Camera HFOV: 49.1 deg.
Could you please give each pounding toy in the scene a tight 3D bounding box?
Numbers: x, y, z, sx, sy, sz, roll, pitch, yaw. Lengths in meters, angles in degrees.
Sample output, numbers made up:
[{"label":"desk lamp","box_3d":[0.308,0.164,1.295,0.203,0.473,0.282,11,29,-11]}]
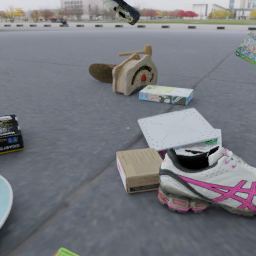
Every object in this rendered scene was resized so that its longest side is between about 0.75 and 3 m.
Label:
[{"label":"pounding toy","box_3d":[0.217,-2.389,12.177,1.562,1.557,2.723,19,49,37]}]

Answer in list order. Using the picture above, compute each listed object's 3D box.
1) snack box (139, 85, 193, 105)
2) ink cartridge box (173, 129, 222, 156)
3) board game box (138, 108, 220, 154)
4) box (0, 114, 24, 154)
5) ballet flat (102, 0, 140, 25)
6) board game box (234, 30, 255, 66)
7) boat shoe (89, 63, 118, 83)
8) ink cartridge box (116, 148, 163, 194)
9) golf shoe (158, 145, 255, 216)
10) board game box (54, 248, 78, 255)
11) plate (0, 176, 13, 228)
[{"label":"snack box","box_3d":[1.481,-1.297,10.814,1.866,0.346,1.084,9,25,21]},{"label":"ink cartridge box","box_3d":[1.663,0.427,6.880,1.192,0.352,1.489,6,28,14]},{"label":"board game box","box_3d":[1.209,0.059,7.130,1.639,0.212,1.640,-11,30,-5]},{"label":"box","box_3d":[-3.769,0.229,7.107,1.977,0.488,1.579,-11,24,-24]},{"label":"ballet flat","box_3d":[-0.404,-4.682,10.826,2.098,0.766,0.766,26,8,-32]},{"label":"board game box","box_3d":[2.886,-1.853,6.462,0.565,0.122,0.839,33,65,11]},{"label":"boat shoe","box_3d":[-0.672,-2.588,13.315,2.376,0.855,0.803,11,20,9]},{"label":"ink cartridge box","box_3d":[0.284,0.842,5.754,0.884,0.403,1.073,-6,24,-11]},{"label":"golf shoe","box_3d":[1.750,0.867,4.832,2.416,1.112,0.877,1,23,-2]},{"label":"board game box","box_3d":[-0.817,2.277,2.119,1.346,0.631,2.649,12,26,25]},{"label":"plate","box_3d":[-3.296,1.495,4.288,2.938,0.375,2.938,-1,23,0]}]
